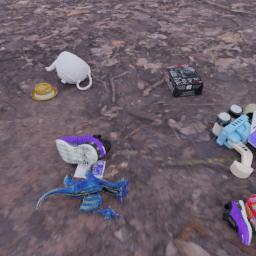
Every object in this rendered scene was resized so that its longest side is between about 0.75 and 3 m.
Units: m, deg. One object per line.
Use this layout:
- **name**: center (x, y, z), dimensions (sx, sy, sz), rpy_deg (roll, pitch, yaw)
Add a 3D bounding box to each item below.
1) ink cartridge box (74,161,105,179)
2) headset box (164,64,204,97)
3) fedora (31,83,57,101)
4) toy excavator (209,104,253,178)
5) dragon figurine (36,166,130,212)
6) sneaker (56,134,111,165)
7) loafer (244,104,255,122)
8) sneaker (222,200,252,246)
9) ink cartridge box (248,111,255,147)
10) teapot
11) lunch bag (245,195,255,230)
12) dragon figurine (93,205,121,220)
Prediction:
- **ink cartridge box**: center (-1.334, 1.497, 9.842), dimensions (0.954, 0.209, 0.963), rpy_deg (6, 34, 3)
- **headset box**: center (2.688, -2.409, 13.840), dimensions (1.442, 0.748, 1.937), rpy_deg (-7, 42, -7)
- **fedora**: center (-4.024, -1.803, 13.360), dimensions (1.230, 0.502, 1.230), rpy_deg (1, 42, 0)
- **toy excavator**: center (4.115, 0.487, 10.516), dimensions (2.239, 1.150, 2.303), rpy_deg (-29, 59, -27)
- **dragon figurine**: center (-1.264, 1.974, 8.615), dimensions (2.838, 0.835, 1.411), rpy_deg (-11, 27, -38)
- **sneaker**: center (-1.543, 0.671, 10.057), dimensions (2.498, 0.868, 1.242), rpy_deg (7, 28, 45)
- **loafer**: center (5.808, -0.287, 11.500), dimensions (2.252, 0.852, 0.769), rpy_deg (24, 48, 37)
- **sneaker**: center (3.187, 2.815, 8.332), dimensions (0.708, 0.495, 1.424), rpy_deg (-3, 39, 8)
- **ink cartridge box**: center (5.404, 0.392, 10.428), dimensions (1.853, 0.406, 1.871), rpy_deg (38, 48, -4)
- **teapot**: center (-2.822, -2.780, 13.857), dimensions (1.818, 1.794, 1.328), rpy_deg (20, 79, 51)
- **lunch bag**: center (4.459, 2.526, 8.512), dimensions (1.627, 0.667, 1.433), rpy_deg (-8, 38, -8)
- **dragon figurine**: center (-0.653, 2.654, 8.625), dimensions (0.856, 0.252, 0.426), rpy_deg (-6, 42, -8)
